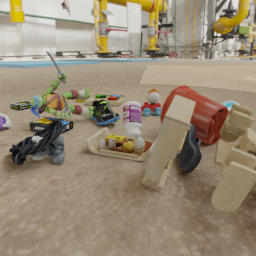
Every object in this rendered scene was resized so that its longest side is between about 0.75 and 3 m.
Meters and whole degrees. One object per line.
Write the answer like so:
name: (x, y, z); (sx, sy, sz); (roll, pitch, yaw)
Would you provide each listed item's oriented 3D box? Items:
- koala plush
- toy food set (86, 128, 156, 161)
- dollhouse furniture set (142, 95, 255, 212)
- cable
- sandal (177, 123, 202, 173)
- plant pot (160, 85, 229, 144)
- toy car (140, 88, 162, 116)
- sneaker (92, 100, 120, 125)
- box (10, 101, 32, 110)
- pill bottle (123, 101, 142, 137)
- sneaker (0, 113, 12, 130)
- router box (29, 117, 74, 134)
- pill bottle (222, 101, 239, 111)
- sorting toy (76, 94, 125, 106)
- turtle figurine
koala plush: (-2.255, 0.578, 7.880); (0.900, 0.798, 0.827); (-4, 6, -10)
toy food set: (-0.068, 0.362, 8.616); (2.001, 0.605, 1.436); (8, 20, 19)
dollhouse furniture set: (1.997, 0.755, 6.144); (2.855, 1.858, 2.623); (21, 34, 9)
cable: (-2.603, 0.285, 8.012); (1.666, 0.519, 2.042); (-41, 16, -10)
sandal: (1.739, 0.587, 7.927); (0.480, 0.853, 2.244); (31, 27, -9)
plant pot: (2.313, -0.360, 9.426); (1.773, 1.773, 1.724); (-15, 31, -39)
toy car: (1.028, -1.229, 12.720); (1.021, 1.154, 1.064); (-3, 18, -10)
sneaker: (-1.022, -0.679, 11.439); (0.759, 0.888, 2.142); (-11, 21, -26)
box: (-5.200, -1.117, 13.903); (0.894, 0.220, 0.925); (17, 24, 36)
pill bottle: (0.125, -0.240, 8.140); (0.541, 0.963, 0.541); (-3, -18, -1)
sneaker: (-5.175, -0.314, 10.805); (1.583, 0.638, 0.660); (15, 29, 37)
router box: (-2.857, -0.089, 10.506); (1.305, 0.333, 0.973); (9, 20, 25)
pill bottle: (3.762, -0.455, 10.567); (1.002, 1.002, 1.809); (10, 21, 29)
sorting toy: (-1.568, -1.597, 15.154); (2.668, 0.357, 1.988); (2, 18, 6)
turtle figurine: (-2.237, -1.189, 10.624); (2.385, 2.460, 1.770); (1, 37, -50)
